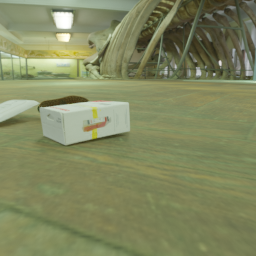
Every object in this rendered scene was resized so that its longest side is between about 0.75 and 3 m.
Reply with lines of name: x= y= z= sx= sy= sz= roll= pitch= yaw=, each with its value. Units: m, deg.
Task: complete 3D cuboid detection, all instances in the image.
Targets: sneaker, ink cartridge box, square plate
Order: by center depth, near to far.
ink cartridge box: x=-1.159 y=-0.221 z=7.606 sx=1.999 sy=0.834 sz=1.451 roll=-11 pitch=15 yaw=-37
square plate: x=-4.281 y=-0.618 z=9.685 sx=1.803 sy=0.256 sz=1.786 roll=6 pitch=31 yaw=40
sneaker: x=-2.435 y=-0.804 z=10.441 sx=1.895 sy=0.635 sz=0.851 roll=-8 pitch=-2 yaw=-30
